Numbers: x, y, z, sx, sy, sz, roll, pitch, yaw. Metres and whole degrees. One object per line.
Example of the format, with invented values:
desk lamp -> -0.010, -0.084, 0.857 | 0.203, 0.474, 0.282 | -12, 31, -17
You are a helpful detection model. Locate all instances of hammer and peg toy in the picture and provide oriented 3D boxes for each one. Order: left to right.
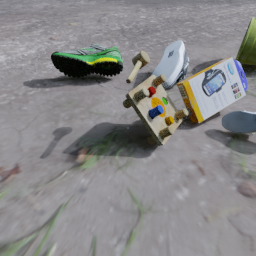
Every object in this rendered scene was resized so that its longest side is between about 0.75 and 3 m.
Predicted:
hammer and peg toy -> 0.517, -0.731, 6.983 | 0.750, 2.126, 1.564 | -28, 11, 39

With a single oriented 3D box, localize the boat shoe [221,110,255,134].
boat shoe -> 3.327, -0.167, 7.224 | 1.675, 0.619, 0.714 | -7, -10, 34

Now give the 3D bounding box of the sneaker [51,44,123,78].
sneaker -> -1.493, -2.508, 10.241 | 2.577, 1.005, 1.098 | 1, 59, -10

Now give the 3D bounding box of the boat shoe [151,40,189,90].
boat shoe -> 1.598, -2.001, 9.734 | 1.045, 0.987, 2.913 | -20, 29, 30

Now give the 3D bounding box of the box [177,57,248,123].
box -> 2.451, -1.116, 7.884 | 2.018, 1.201, 0.419 | -29, 13, -19

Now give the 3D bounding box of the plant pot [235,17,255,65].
plant pot -> 5.368, -3.167, 10.998 | 1.738, 1.890, 1.890 | 21, 38, 13
